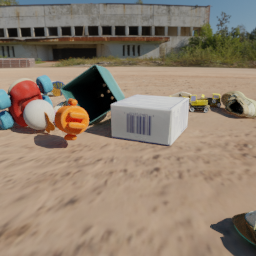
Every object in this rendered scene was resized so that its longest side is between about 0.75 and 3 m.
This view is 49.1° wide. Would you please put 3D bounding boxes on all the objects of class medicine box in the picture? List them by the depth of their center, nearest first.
[{"bbox_3d":[0.820,-0.387,9.636,2.064,1.166,2.266,7,17,24],"label":"medicine box"}]

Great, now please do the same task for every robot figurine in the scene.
[{"bbox_3d":[-1.665,-0.227,8.146,0.843,1.040,1.446,-36,19,-20],"label":"robot figurine"}]

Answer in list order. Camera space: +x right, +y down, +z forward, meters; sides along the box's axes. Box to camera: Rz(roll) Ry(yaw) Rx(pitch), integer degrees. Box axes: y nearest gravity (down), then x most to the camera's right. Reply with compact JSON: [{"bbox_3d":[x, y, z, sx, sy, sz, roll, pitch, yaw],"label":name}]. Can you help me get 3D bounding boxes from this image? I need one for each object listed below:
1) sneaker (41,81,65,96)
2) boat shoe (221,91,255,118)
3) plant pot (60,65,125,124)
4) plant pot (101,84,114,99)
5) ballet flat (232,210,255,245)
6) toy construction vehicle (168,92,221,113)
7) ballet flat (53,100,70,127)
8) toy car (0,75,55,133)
[{"bbox_3d":[-5.048,-2.419,17.308,1.139,0.973,2.585,11,18,33],"label":"sneaker"},{"bbox_3d":[4.868,-1.104,12.765,0.849,0.943,2.614,-2,21,-11],"label":"boat shoe"},{"bbox_3d":[-1.160,-1.379,11.401,1.707,1.706,2.416,-31,3,17],"label":"plant pot"},{"bbox_3d":[-1.608,-1.735,14.055,1.505,1.726,1.726,-25,24,-20],"label":"plant pot"},{"bbox_3d":[2.023,1.510,3.950,0.554,0.591,1.633,-1,15,-5],"label":"ballet flat"},{"bbox_3d":[3.337,-1.439,13.927,2.529,0.891,2.202,5,16,18],"label":"toy construction vehicle"},{"bbox_3d":[-2.482,-0.702,11.375,0.795,0.818,2.300,-8,13,17],"label":"ballet flat"},{"bbox_3d":[-3.283,-0.480,9.937,2.013,1.931,2.184,-28,59,-34],"label":"toy car"}]
